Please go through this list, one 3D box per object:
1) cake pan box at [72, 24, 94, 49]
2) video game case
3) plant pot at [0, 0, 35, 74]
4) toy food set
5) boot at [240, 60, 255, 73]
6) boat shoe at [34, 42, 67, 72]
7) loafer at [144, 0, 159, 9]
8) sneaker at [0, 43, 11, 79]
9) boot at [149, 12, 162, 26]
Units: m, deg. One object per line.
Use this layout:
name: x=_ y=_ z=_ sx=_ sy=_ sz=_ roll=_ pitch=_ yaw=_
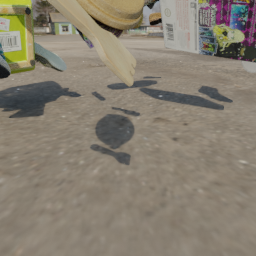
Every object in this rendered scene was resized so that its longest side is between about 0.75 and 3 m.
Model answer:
cake pan box: x=-1.174 y=-2.682 z=7.036 sx=0.287 sy=1.099 sz=1.012 roll=-31 pitch=70 yaw=-8
video game case: x=1.911 y=-2.852 z=6.145 sx=2.592 sy=2.859 sz=0.512 roll=18 pitch=59 yaw=27
plant pot: x=-3.950 y=-2.624 z=7.790 sx=2.155 sy=2.363 sz=2.375 roll=25 pitch=32 yaw=33
toy food set: x=-0.401 y=-1.643 z=2.887 sx=0.491 sy=1.690 sz=2.447 roll=-23 pitch=40 yaw=36
boot: x=3.657 y=-2.748 z=7.866 sx=0.810 sy=2.202 sz=1.052 roll=11 pitch=43 yaw=29
boat shoe: x=-2.678 y=-2.262 z=9.162 sx=0.419 sy=1.403 sz=0.502 roll=-31 pitch=40 yaw=40
loafer: x=0.345 y=-3.730 z=8.198 sx=2.648 sy=0.833 sz=0.951 roll=-21 pitch=29 yaw=11
sneaker: x=-3.275 y=-1.925 z=5.629 sx=1.059 sy=1.088 sz=2.733 roll=-10 pitch=-14 yaw=-5
boot: x=1.334 y=-4.212 z=10.579 sx=1.115 sy=0.421 sz=0.411 roll=-9 pitch=-18 yaw=-1
